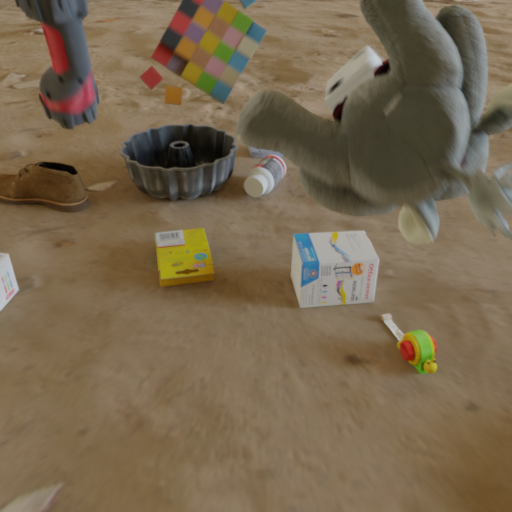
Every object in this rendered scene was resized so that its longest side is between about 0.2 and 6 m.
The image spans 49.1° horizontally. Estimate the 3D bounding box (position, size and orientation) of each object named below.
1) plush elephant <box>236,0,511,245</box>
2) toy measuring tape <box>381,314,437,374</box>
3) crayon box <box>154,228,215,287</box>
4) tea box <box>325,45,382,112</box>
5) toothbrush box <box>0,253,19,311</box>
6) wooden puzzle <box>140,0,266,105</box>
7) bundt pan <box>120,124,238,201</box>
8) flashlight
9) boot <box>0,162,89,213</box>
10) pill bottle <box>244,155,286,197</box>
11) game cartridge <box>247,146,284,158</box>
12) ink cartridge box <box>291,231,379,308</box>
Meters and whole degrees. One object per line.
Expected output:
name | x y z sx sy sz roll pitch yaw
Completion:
plush elephant | 1.652 -1.259 5.846 2.731 2.249 2.114 44 19 13
toy measuring tape | 1.995 1.037 7.316 0.458 0.458 1.246 -9 35 -13
crayon box | -1.144 0.061 8.848 0.842 0.337 1.327 -6 34 -9
tea box | 1.898 -2.468 9.044 0.931 1.370 1.393 -38 18 26
toothbrush box | -4.452 0.474 7.905 1.618 0.696 1.178 4 33 8
wooden puzzle | -0.839 -3.725 9.895 1.508 2.542 0.179 30 5 -12
bundt pan | -1.514 -1.828 11.199 2.315 0.869 2.315 1 33 0
flashlight | -2.378 -2.462 6.659 0.777 2.287 0.774 37 69 8
boot | -4.266 -1.457 10.677 2.251 0.849 0.828 8 37 14
pill bottle | 0.157 -1.559 11.056 0.569 0.569 1.028 13 36 19
game cartridge | 0.309 -2.414 12.699 0.944 0.193 0.628 -6 31 -8
ink cartridge box | 1.133 0.185 8.231 1.111 0.818 0.804 -4 34 -6
